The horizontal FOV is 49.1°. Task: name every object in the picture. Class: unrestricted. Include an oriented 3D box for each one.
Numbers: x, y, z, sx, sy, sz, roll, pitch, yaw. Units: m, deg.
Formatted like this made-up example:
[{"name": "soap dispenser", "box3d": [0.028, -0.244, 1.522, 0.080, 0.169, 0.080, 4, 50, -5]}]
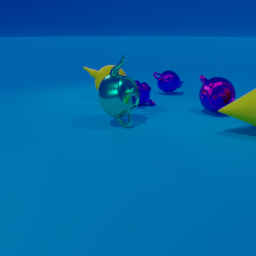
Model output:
[{"name": "teapot", "box3d": [-0.186, -0.957, 7.537, 0.940, 1.920, 1.194, -8, 1, 40]}, {"name": "teapot", "box3d": [-0.722, -1.747, 10.178, 1.899, 1.181, 0.930, 21, 14, -28]}, {"name": "cone", "box3d": [2.950, -0.472, 6.857, 1.445, 1.440, 1.440, -4, 19, 6]}, {"name": "monkey head", "box3d": [0.318, -1.102, 9.503, 1.329, 0.801, 0.956, 15, 36, 8]}, {"name": "teapot", "box3d": [1.653, -1.886, 11.136, 1.488, 0.925, 0.729, 16, 53, -22]}, {"name": "teapot", "box3d": [2.782, -0.947, 8.448, 1.769, 1.100, 0.866, 44, 8, -6]}]
